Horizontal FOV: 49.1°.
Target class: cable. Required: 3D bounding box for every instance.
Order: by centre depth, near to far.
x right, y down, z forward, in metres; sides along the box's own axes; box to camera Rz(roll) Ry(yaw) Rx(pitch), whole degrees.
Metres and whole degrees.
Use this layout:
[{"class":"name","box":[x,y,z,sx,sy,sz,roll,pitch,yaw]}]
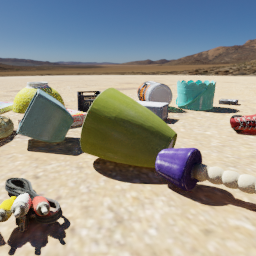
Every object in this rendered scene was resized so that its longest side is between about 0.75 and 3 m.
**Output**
[{"class":"cable","box":[-1.629,1.080,4.619,0.942,0.488,1.939,-4,14,-20]}]

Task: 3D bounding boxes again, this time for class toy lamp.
[{"class":"toy lamp","box":[1.828,0.887,4.749,2.930,0.853,0.853,9,16,36]}]

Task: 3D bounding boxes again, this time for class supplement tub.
[{"class":"supplement tub","box":[1.309,-1.751,14.657,1.344,1.344,2.193,-4,14,-16]}]

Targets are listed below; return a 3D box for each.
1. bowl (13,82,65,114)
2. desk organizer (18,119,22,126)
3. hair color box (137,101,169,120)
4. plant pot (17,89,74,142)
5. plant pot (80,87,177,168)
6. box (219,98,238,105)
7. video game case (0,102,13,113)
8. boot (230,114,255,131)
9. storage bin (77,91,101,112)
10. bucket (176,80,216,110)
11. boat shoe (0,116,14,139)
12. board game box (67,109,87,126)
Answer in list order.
[{"class":"bowl","box":[-4.452,-1.593,13.970,2.542,1.368,2.542,0,13,0]},{"class":"desk organizer","box":[-3.353,-0.141,10.038,1.020,0.366,0.393,-10,19,-35]},{"class":"hair color box","box":[0.523,-0.754,11.940,2.184,0.662,1.081,7,15,25]},{"class":"plant pot","box":[-2.418,-0.259,8.510,1.332,1.304,1.308,28,3,-21]},{"class":"plant pot","box":[0.135,0.180,6.512,1.831,1.714,1.714,24,21,17]},{"class":"box","box":[5.703,-1.483,15.893,0.960,0.239,0.757,8,16,29]},{"class":"video game case","box":[-6.909,-0.990,13.820,2.054,0.251,2.873,1,13,3]},{"class":"boot","box":[4.316,-0.108,9.059,1.622,0.814,2.248,-2,6,-8]},{"class":"storage bin","box":[-1.931,-1.359,14.095,1.234,0.856,1.825,-3,13,-10]},{"class":"bucket","box":[3.503,-1.751,14.549,2.151,1.400,2.151,0,13,0]},{"class":"boat shoe","box":[-4.377,-0.065,8.531,1.049,0.897,2.862,1,13,3]},{"class":"board game box","box":[-2.523,-0.417,11.086,1.289,0.394,1.702,-12,18,-42]}]
